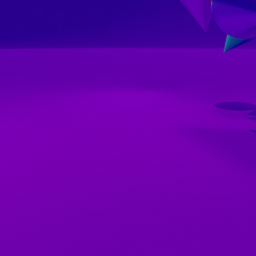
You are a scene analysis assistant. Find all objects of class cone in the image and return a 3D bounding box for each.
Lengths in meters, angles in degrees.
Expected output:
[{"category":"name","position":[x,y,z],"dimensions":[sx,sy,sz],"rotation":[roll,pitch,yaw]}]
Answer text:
[{"category":"cone","position":[2.800,-2.336,7.304],"dimensions":[0.932,0.935,0.932],"rotation":[16,47,-17]},{"category":"cone","position":[2.281,-3.640,8.623],"dimensions":[1.417,1.423,1.417],"rotation":[-16,28,8]},{"category":"cone","position":[2.427,-2.216,5.134],"dimensions":[1.612,1.612,1.618],"rotation":[3,34,10]}]
